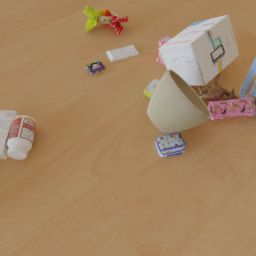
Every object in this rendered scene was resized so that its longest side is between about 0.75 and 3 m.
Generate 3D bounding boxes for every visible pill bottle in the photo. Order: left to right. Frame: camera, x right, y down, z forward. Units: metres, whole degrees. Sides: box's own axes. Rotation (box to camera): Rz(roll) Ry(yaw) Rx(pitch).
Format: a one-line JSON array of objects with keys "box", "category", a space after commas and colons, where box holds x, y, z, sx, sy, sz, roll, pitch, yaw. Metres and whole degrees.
[{"box": [-4.101, 0.370, 10.759, 0.884, 0.884, 1.575, -1, 55, 0], "category": "pill bottle"}]

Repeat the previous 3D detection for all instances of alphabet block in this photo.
[{"box": [6.401, -1.706, 11.370, 2.320, 2.279, 2.266, -20, 59, -14], "category": "alphabet block"}]

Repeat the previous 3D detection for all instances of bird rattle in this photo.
[{"box": [-1.182, -6.001, 15.098, 2.396, 1.350, 1.954, -1, 39, -4], "category": "bird rattle"}]

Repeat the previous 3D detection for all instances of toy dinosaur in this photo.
[{"box": [3.808, -1.445, 12.068, 1.971, 0.846, 1.336, -26, 60, -16], "category": "toy dinosaur"}]

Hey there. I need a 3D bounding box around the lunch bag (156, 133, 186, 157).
[{"box": [1.672, 0.672, 10.839, 1.118, 0.423, 0.896, -12, 58, -7], "category": "lunch bag"}]

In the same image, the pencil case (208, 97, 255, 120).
[{"box": [4.295, -0.793, 11.643, 1.936, 0.838, 0.802, -6, 91, -4], "category": "pencil case"}]

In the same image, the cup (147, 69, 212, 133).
[{"box": [1.756, -0.797, 10.811, 1.720, 2.405, 2.405, -41, 54, 23], "category": "cup"}]

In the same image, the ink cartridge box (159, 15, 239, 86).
[{"box": [3.126, -3.340, 12.297, 2.635, 1.924, 1.934, -39, 28, -24], "category": "ink cartridge box"}]

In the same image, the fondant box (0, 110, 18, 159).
[{"box": [-5.294, 0.221, 11.051, 1.425, 0.575, 1.976, 2, 54, 2], "category": "fondant box"}]

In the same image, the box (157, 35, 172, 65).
[{"box": [1.824, -3.697, 13.402, 0.626, 1.219, 0.577, 33, 61, 21], "category": "box"}]

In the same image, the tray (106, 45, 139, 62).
[{"box": [-0.279, -3.821, 14.139, 1.506, 0.167, 0.808, -18, 56, -12], "category": "tray"}]

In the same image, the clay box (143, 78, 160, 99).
[{"box": [1.604, -1.494, 12.364, 1.619, 0.385, 0.930, 30, 59, 19], "category": "clay box"}]

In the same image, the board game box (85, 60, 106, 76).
[{"box": [-1.571, -2.897, 13.458, 0.775, 0.220, 0.641, -29, 59, -18], "category": "board game box"}]
